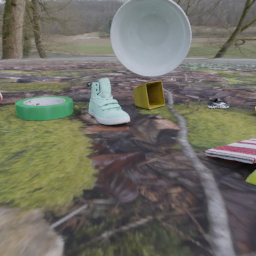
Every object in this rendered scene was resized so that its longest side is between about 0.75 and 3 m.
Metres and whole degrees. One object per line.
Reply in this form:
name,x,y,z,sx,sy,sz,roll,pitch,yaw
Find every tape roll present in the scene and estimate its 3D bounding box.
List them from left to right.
tape roll,-3.165,-0.790,10.718,2.094,0.503,2.094,1,17,0

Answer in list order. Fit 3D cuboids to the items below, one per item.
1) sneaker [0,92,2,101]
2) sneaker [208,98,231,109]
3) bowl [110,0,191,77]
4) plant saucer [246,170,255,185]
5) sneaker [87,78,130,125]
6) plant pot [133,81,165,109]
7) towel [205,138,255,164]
sneaker,-6.763,-1.441,12.202,2.498,0.912,0.964,3,24,17
sneaker,3.802,-1.031,11.605,0.956,0.433,0.318,-1,18,-3
bowl,0.876,-3.472,10.337,2.880,2.880,1.295,3,34,10
plant saucer,3.322,0.897,5.571,1.424,0.341,1.422,15,23,41
sneaker,-0.750,-0.974,9.760,0.887,1.422,2.411,-9,21,-32
plant pot,0.818,-1.379,11.875,1.060,1.061,0.935,-17,12,-43
towel,3.026,0.505,6.510,2.007,0.228,1.446,-10,6,-26
